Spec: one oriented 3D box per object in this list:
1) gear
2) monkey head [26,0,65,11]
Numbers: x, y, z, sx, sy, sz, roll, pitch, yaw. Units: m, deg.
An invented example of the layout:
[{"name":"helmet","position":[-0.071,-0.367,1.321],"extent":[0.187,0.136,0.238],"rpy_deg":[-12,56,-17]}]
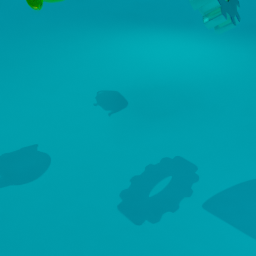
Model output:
[{"name":"gear","position":[1.396,-2.520,4.789],"extent":[0.327,1.768,1.768],"rpy_deg":[-18,19,39]},{"name":"monkey head","position":[-1.546,-3.043,5.179],"extent":[1.132,1.351,1.878],"rpy_deg":[17,76,57]}]
